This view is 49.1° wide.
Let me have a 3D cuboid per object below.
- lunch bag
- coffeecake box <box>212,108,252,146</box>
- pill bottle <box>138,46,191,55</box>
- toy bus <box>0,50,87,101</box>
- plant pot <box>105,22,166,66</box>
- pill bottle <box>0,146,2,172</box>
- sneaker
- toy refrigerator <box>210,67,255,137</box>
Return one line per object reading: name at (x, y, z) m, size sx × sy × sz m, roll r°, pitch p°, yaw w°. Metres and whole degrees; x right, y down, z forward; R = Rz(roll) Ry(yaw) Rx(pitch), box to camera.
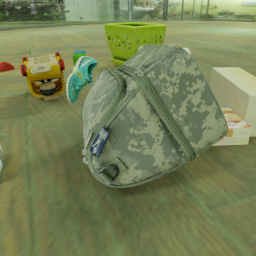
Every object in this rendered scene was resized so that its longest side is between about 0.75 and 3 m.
lunch bag at (0.185, -0.253, 5.494) m, size 2.345 × 1.948 × 2.796 m, roll -37°, pitch 22°, yaw 2°
coffeecake box at (2.280, -0.062, 6.991) m, size 0.988 × 0.470 × 1.287 m, roll -2°, pitch 25°, yaw -4°
pill bottle at (1.598, -3.063, 12.522) m, size 2.216 × 1.246 × 1.246 m, roll -6°, pitch 26°, yaw -14°
toy bus at (-2.700, -1.634, 9.264) m, size 2.489 × 1.363 × 2.638 m, roll 9°, pitch 30°, yaw 28°
plant pot at (0.345, -4.045, 13.722) m, size 2.222 × 2.016 × 2.211 m, roll -20°, pitch 31°, yaw -37°
pill bottle at (-2.721, 0.643, 5.377) m, size 0.560 × 0.560 × 0.984 m, roll -10°, pitch 27°, yaw -21°
sneaker at (-0.994, -1.041, 5.973) m, size 0.442 × 1.109 × 0.430 m, roll 16°, pitch -13°, yaw 16°
toy refrigerator at (3.253, -0.875, 7.994) m, size 1.016 × 1.102 × 2.904 m, roll 0°, pitch 24°, yaw -1°
